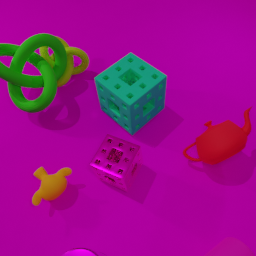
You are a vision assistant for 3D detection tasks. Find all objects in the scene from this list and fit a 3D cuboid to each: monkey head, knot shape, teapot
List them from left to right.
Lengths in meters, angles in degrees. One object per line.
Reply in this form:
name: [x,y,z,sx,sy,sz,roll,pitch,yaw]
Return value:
knot shape: [-2.354,-1.550,7.073,1.882,0.929,2.012,-41,99,-20]
monkey head: [-1.754,1.201,6.206,1.050,0.633,0.755,-44,96,-18]
knot shape: [-1.894,-1.775,7.873,1.389,0.642,1.300,26,100,-15]
teapot: [2.085,0.217,6.321,1.856,1.154,0.909,-33,82,19]

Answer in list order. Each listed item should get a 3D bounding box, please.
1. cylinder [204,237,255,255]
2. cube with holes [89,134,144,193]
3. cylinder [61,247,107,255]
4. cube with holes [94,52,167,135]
cylinder: [1.867,2.616,5.250,0.805,0.805,0.805,-23,62,-29]
cube with holes: [-0.225,0.803,6.356,0.832,0.832,0.832,20,63,19]
cylinder: [-0.766,2.781,5.110,1.036,1.036,1.036,-4,62,8]
cube with holes: [0.090,-0.859,7.066,1.218,1.218,1.218,-40,62,-21]
